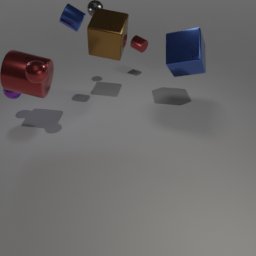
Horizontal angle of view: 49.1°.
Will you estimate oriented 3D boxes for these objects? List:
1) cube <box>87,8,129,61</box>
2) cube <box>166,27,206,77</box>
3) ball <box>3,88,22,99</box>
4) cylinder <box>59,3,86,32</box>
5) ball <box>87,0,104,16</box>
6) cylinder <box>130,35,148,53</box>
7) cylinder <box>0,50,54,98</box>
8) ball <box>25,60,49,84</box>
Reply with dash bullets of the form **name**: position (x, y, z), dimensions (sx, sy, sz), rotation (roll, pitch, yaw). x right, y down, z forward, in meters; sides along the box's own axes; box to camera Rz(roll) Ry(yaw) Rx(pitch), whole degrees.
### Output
- **cube**: position (-0.825, -3.904, 11.713), dimensions (1.400, 1.400, 1.400), rotation (12, 56, 4)
- **cube**: position (2.420, -3.091, 11.647), dimensions (1.400, 1.400, 1.400), rotation (-3, -13, 23)
- **ball**: position (-4.567, -1.498, 11.091), dimensions (0.700, 0.700, 0.700), rotation (0, 32, 0)
- **cylinder**: position (-1.948, -3.872, 9.844), dimensions (0.700, 0.700, 0.700), rotation (27, 28, -16)
- **ball**: position (-1.405, -5.134, 12.070), dimensions (0.700, 0.700, 0.700), rotation (0, 32, 0)
- **cylinder**: position (0.601, -4.486, 14.949), dimensions (0.700, 0.700, 0.700), rotation (35, 44, 22)
- **cylinder**: position (-3.479, -1.871, 9.788), dimensions (1.400, 1.400, 1.400), rotation (13, 32, -4)
- **ball**: position (-2.792, -1.711, 8.582), dimensions (0.700, 0.700, 0.700), rotation (0, 32, 0)
